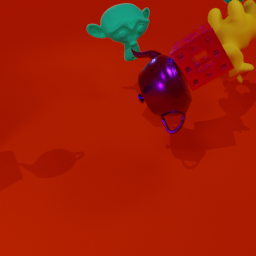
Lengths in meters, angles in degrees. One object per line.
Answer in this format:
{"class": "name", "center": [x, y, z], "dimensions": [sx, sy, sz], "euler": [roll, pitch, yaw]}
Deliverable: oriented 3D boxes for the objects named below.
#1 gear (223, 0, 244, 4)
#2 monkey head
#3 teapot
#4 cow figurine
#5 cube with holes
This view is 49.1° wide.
{"class": "gear", "center": [2.364, -3.228, 5.715], "dimensions": [0.240, 1.298, 1.298], "euler": [18, 29, -34]}
{"class": "monkey head", "center": [-0.083, -2.513, 7.325], "dimensions": [1.819, 1.309, 1.096], "euler": [-21, 43, -12]}
{"class": "teapot", "center": [0.593, -0.779, 5.216], "dimensions": [0.914, 1.868, 1.161], "euler": [-23, -9, 21]}
{"class": "cow figurine", "center": [2.311, -1.835, 6.054], "dimensions": [1.680, 1.653, 0.922], "euler": [-23, 11, -39]}
{"class": "cube with holes", "center": [1.307, -1.299, 5.046], "dimensions": [0.781, 0.781, 0.781], "euler": [-29, 18, 22]}
